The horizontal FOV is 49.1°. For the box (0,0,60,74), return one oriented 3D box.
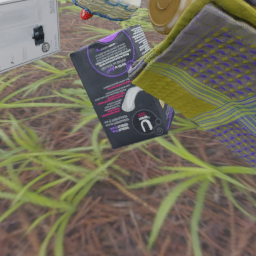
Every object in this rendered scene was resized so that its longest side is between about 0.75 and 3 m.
[{"bbox_3d":[-2.240,-1.696,4.911,0.639,1.239,2.124,31,47,25],"label":"box"}]

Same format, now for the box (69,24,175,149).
[{"bbox_3d":[-0.022,-0.635,4.371,0.984,1.609,0.853,-16,17,23],"label":"box"}]

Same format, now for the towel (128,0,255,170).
[{"bbox_3d":[1.166,-0.013,2.335,2.445,1.756,0.278,35,75,-12],"label":"towel"}]

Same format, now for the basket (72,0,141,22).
[{"bbox_3d":[-0.538,-3.763,7.472,2.039,1.609,2.313,10,7,-25],"label":"basket"}]

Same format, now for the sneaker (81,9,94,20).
[{"bbox_3d":[-1.473,-4.617,10.813,1.320,0.508,0.560,-23,13,42],"label":"sneaker"}]

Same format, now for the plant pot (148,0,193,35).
[{"bbox_3d":[1.228,-4.073,8.826,0.297,2.158,2.158,-2,33,-32],"label":"plant pot"}]
